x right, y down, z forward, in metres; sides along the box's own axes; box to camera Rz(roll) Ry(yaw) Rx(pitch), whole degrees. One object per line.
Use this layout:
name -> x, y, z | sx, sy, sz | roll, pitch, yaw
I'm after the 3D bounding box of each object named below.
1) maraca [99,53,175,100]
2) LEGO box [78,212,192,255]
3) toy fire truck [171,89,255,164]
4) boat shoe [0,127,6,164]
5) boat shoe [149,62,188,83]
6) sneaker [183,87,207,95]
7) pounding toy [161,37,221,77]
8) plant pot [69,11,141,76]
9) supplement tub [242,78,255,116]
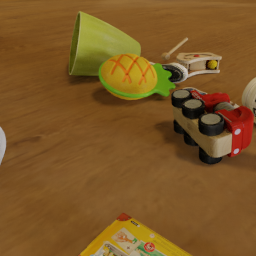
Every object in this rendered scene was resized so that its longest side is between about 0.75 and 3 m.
maraca -> 0.327, -1.747, 9.689 | 2.697, 1.443, 1.849 | 2, 58, -16
LEGO box -> 0.172, 2.196, 4.024 | 1.697, 0.655, 1.263 | 23, 39, 33
toy fire truck -> 2.643, -0.227, 7.448 | 2.459, 1.582, 2.165 | -19, 35, -10
boat shoe -> -3.371, 0.815, 6.129 | 0.776, 0.941, 2.742 | -11, 27, -5
boat shoe -> 1.222, -2.150, 10.933 | 2.191, 0.786, 0.743 | 20, 37, 33
sneaker -> 2.203, -1.023, 9.432 | 1.043, 0.420, 0.764 | 16, 31, 15
pounding toy -> 2.657, -2.940, 11.611 | 2.401, 1.377, 1.373 | -2, 28, -3
plant pot -> -0.895, -3.153, 11.367 | 2.595, 2.428, 2.428 | 7, 29, -19
supplement tub -> 4.402, -0.713, 8.155 | 1.252, 1.252, 1.784 | -16, 36, -24
